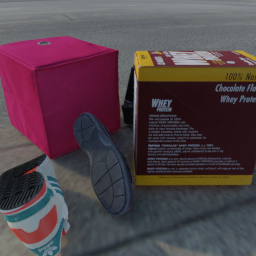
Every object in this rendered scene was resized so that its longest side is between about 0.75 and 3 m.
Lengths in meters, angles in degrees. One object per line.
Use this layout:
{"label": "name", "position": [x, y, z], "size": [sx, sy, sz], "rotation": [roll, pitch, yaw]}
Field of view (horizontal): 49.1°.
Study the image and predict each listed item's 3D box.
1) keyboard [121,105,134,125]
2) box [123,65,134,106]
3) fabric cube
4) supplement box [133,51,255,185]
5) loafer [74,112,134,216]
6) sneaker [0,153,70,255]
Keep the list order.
{"label": "keyboard", "position": [0.959, -0.512, 8.570], "size": [2.279, 1.186, 0.452], "rotation": [5, 53, 9]}
{"label": "box", "position": [0.947, -1.380, 9.405], "size": [0.917, 1.744, 2.129], "rotation": [37, 45, 25]}
{"label": "fabric cube", "position": [-1.988, -1.106, 8.254], "size": [2.537, 2.586, 2.578], "rotation": [-23, 36, -35]}
{"label": "supplement box", "position": [1.480, -0.299, 6.554], "size": [2.674, 2.711, 1.800], "rotation": [0, 25, -1]}
{"label": "loafer", "position": [-0.418, 0.730, 6.386], "size": [0.826, 0.942, 2.622], "rotation": [20, 35, -51]}
{"label": "sneaker", "position": [-1.740, 1.415, 5.354], "size": [1.014, 1.346, 2.880], "rotation": [-24, 12, -14]}
